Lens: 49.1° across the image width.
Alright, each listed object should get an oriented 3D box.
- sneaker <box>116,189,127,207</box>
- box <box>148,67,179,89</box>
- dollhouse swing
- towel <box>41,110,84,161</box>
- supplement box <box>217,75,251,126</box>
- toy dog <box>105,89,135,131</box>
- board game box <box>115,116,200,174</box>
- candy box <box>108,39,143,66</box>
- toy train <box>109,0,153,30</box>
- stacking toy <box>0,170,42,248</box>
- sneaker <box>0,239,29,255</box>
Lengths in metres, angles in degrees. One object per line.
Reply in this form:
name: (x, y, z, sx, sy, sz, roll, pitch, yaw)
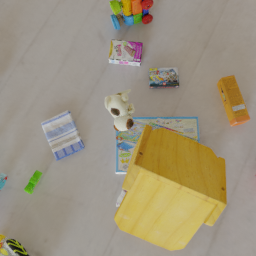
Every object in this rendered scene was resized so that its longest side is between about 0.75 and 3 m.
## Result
sneaker: (0.370, 2.565, 8.721, 1.610, 0.603, 0.802, 33, 98, 7)
box: (1.253, -1.760, 9.865, 1.035, 0.195, 0.707, -2, 76, 0)
dollhouse swing: (1.174, 1.859, 8.600, 2.715, 2.387, 2.467, 23, 42, -2)
towel: (-2.191, 0.231, 9.401, 1.076, 0.174, 1.465, -24, 78, -5)
supplement box: (3.548, -0.930, 9.487, 0.567, 0.548, 1.648, -15, 78, -4)
toy dog: (-0.137, -0.342, 5.926, 0.568, 0.789, 0.814, -16, 98, 21)
board game box: (0.955, 0.559, 9.166, 2.734, 0.468, 1.838, 0, 76, 0)
candy box: (-0.081, -2.685, 10.007, 1.160, 0.354, 0.791, 6, 77, 2)
toy train: (0.014, -4.289, 9.334, 1.436, 2.481, 1.050, -24, 78, -1)
stacking toy: (-4.294, 2.182, 8.737, 2.132, 0.664, 2.828, 27, 76, 5)
sneaker: (-3.150, 4.120, 8.281, 1.748, 0.659, 0.668, 40, 87, 19)
